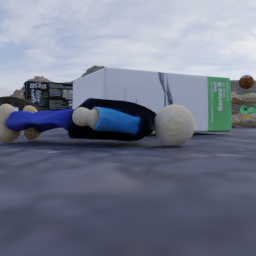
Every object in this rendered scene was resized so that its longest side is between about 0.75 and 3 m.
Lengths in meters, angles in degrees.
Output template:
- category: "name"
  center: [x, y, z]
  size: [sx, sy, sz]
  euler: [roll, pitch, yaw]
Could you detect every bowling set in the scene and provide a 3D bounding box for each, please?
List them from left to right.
- category: "bowling set"
  center: [3.504, -0.858, 9.488]
  size: [1.390, 1.802, 2.589]
  euler: [-2, -2, -8]

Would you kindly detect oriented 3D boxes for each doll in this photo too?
- category: "doll"
  center: [-0.245, -0.060, 2.366]
  size: [1.587, 0.385, 1.083]
  euler: [0, 3, 20]

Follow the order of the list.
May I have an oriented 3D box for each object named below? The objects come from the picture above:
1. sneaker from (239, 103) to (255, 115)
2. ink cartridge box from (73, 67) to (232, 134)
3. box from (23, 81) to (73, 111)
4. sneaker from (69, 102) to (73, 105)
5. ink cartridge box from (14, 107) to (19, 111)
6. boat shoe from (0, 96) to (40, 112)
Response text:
- category: "sneaker"
  center: [6.408, -0.698, 13.339]
  size: [1.033, 1.166, 2.790]
  euler: [0, 2, -32]
- category: "ink cartridge box"
  center: [0.303, -0.340, 4.276]
  size: [2.016, 0.847, 1.471]
  euler: [-1, 1, -27]
- category: "box"
  center: [-3.071, -0.944, 11.348]
  size: [2.131, 1.745, 0.918]
  euler: [-1, 2, -26]
- category: "sneaker"
  center: [0.128, -0.367, 6.506]
  size: [2.673, 0.803, 1.394]
  euler: [-5, 9, -35]
- category: "ink cartridge box"
  center: [-4.121, -0.294, 7.819]
  size: [1.770, 0.600, 1.026]
  euler: [0, 1, 18]
- category: "boat shoe"
  center: [-4.569, -0.559, 9.704]
  size: [2.923, 1.052, 0.994]
  euler: [0, 2, -18]
